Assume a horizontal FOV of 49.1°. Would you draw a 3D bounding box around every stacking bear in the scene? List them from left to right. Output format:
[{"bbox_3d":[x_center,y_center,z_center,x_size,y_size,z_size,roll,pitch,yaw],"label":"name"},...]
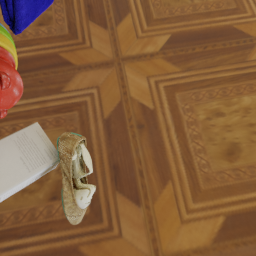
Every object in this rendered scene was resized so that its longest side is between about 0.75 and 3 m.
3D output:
[{"bbox_3d":[-2.485,-1.155,4.716,1.279,1.365,2.249,-5,48,-42],"label":"stacking bear"}]

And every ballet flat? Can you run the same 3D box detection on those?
[{"bbox_3d":[-0.903,0.942,5.108,0.574,0.620,1.757,-4,99,24],"label":"ballet flat"}]

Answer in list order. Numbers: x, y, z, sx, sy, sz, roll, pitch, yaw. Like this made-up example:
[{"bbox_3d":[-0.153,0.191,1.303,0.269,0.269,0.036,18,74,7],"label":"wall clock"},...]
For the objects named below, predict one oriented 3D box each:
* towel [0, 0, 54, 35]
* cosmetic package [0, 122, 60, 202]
[{"bbox_3d":[-1.380,-2.753,4.944,0.528,1.575,2.132,34,65,1],"label":"towel"},{"bbox_3d":[-2.187,0.722,5.011,1.777,0.658,0.903,-31,81,-34],"label":"cosmetic package"}]
